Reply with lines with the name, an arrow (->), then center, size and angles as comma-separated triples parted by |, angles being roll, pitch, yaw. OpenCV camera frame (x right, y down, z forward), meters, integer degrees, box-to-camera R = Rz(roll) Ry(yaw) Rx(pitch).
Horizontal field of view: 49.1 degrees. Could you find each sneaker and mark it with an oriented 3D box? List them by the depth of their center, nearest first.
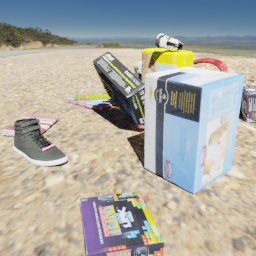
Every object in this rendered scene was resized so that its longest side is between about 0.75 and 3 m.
sneaker -> -2.774, 0.346, 8.541 | 2.352, 1.166, 0.832 | 16, 24, 34
sneaker -> 1.457, -2.975, 9.808 | 0.537, 0.495, 1.344 | 28, 26, 35

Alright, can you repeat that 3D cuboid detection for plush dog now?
plush dog -> 4.020, -1.476, 13.292 | 2.143, 2.002, 2.496 | -10, -11, 12

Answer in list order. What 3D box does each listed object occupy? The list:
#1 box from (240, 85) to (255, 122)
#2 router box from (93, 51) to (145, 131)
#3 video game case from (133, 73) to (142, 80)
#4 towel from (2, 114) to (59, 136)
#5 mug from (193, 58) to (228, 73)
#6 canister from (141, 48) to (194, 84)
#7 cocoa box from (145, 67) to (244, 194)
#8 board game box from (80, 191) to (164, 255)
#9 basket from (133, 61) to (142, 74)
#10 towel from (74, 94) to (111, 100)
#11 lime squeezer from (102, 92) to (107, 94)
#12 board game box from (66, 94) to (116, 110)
box -> 5.553, -1.100, 12.293 | 1.070, 1.232, 1.865 | -3, 20, 13
router box -> -0.135, -1.404, 10.611 | 0.823, 1.985, 2.649 | -35, 52, -9
video game case -> 0.247, -1.921, 12.939 | 1.747, 0.232, 2.445 | 5, -14, 27
towel -> -3.792, -0.077, 11.075 | 1.450, 0.229, 2.013 | 5, 22, 8
mug -> 2.940, -1.788, 11.567 | 2.699, 2.396, 1.801 | 35, 23, 30
canister -> 1.447, -1.518, 10.955 | 1.272, 2.939, 2.183 | -19, 28, -40
cocoa box -> 1.648, -0.067, 7.338 | 1.816, 2.723, 1.787 | -19, 28, -37
board game box -> -0.201, 1.888, 5.395 | 1.335, 0.458, 1.615 | -4, 20, -13
basket -> 1.570, -3.968, 19.096 | 2.208, 1.947, 1.536 | -17, 18, -14
towel -> -1.800, -1.686, 14.772 | 2.113, 0.191, 0.909 | -3, 21, -9
lime squeezer -> -0.836, -1.981, 16.072 | 0.608, 0.325, 1.722 | -13, 25, -31
board game box -> -1.942, -1.352, 14.463 | 2.437, 0.237, 1.255 | 17, 25, 38
